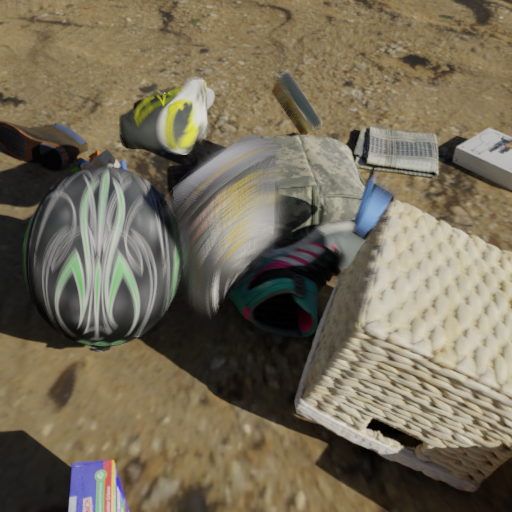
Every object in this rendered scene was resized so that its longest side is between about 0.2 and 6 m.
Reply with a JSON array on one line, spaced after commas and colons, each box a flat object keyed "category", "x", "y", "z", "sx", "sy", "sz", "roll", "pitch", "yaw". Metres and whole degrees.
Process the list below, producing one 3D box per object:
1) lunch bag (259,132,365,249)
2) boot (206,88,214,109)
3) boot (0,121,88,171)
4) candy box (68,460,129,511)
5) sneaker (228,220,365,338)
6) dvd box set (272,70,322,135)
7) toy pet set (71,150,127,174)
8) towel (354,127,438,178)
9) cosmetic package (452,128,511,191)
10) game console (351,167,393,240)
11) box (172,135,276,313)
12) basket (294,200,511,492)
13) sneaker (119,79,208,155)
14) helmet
[{"category": "lunch bag", "x": 1.263, "y": -1.326, "z": 11.768, "sx": 2.213, "sy": 1.839, "sz": 2.639, "roll": -7, "pitch": 42, "yaw": -4}, {"category": "boot", "x": -2.280, "y": -4.358, "z": 15.984, "sx": 1.051, "sy": 0.809, "sz": 2.200, "roll": 35, "pitch": 53, "yaw": 25}, {"category": "boot", "x": -5.566, "y": -2.977, "z": 14.533, "sx": 2.406, "sy": 0.899, "sz": 1.166, "roll": 27, "pitch": 37, "yaw": 15}, {"category": "candy box", "x": -1.877, "y": 3.382, "z": 6.748, "sx": 0.559, "sy": 1.451, "sz": 1.227, "roll": -6, "pitch": 42, "yaw": -7}, {"category": "sneaker", "x": 0.983, "y": 0.473, "z": 10.002, "sx": 3.038, "sy": 1.270, "sz": 1.834, "roll": -20, "pitch": 40, "yaw": 1}, {"category": "dvd box set", "x": 0.852, "y": -3.232, "z": 12.109, "sx": 0.262, "sy": 1.303, "sz": 1.781, "roll": -35, "pitch": 8, "yaw": 2}, {"category": "toy pet set", "x": -3.816, "y": -1.900, "z": 13.495, "sx": 1.470, "sy": 0.836, "sz": 1.575, "roll": -23, "pitch": 29, "yaw": 28}, {"category": "towel", "x": 3.643, "y": -2.790, "z": 14.562, "sx": 2.127, "sy": 0.367, "sz": 2.048, "roll": 8, "pitch": 42, "yaw": 10}, {"category": "cosmetic package", "x": 6.217, "y": -2.405, "z": 14.029, "sx": 1.498, "sy": 0.513, "sz": 1.987, "roll": -32, "pitch": 51, "yaw": -27}, {"category": "game console", "x": 1.908, "y": -0.779, "z": 8.972, "sx": 0.838, "sy": 0.555, "sz": 0.953, "roll": 27, "pitch": 73, "yaw": -20}, {"category": "box", "x": -0.415, "y": -0.478, "z": 8.698, "sx": 0.544, "sy": 2.250, "sz": 1.782, "roll": 27, "pitch": 48, "yaw": 26}, {"category": "basket", "x": 2.495, "y": 1.205, "z": 8.113, "sx": 2.866, "sy": 2.325, "sz": 2.891, "roll": 25, "pitch": 45, "yaw": 3}, {"category": "sneaker", "x": -1.550, "y": -2.485, "z": 9.752, "sx": 1.187, "sy": 1.045, "sz": 2.806, "roll": 2, "pitch": 22, "yaw": 6}, {"category": "helmet", "x": -2.358, "y": 0.006, "z": 8.757, "sx": 2.655, "sy": 2.531, "sz": 2.655, "roll": 7, "pitch": 56, "yaw": -10}]
